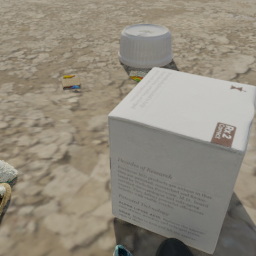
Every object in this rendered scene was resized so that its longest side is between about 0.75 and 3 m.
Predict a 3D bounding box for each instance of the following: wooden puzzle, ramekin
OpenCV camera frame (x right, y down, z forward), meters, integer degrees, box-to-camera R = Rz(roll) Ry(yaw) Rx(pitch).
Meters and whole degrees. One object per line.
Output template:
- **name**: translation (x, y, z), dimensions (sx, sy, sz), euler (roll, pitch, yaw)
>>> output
- **wooden puzzle**: translation (-2.238, -1.806, 11.099), dimensions (0.803, 0.139, 1.191), euler (-8, 36, -4)
- **ramekin**: translation (0.826, -3.877, 12.947), dimensions (2.566, 1.347, 2.566), euler (0, 36, 0)

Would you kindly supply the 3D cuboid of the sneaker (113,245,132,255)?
- **sneaker**: translation (0.015, 2.420, 4.948), dimensions (0.320, 0.355, 0.824), euler (-27, 44, -33)

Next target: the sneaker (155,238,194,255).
- **sneaker**: translation (0.909, 2.628, 4.054), dimensions (0.928, 1.055, 2.492), euler (-1, 35, -3)

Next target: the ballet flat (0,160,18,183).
- **ballet flat**: translation (-3.584, 0.917, 6.895), dimensions (1.721, 0.617, 0.617), euler (10, 37, 12)

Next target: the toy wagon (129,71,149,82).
- **toy wagon**: translation (0.882, -1.828, 10.556), dimensions (1.634, 0.323, 1.268), euler (13, 3, -33)

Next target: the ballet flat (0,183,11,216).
- **ballet flat**: translation (-2.869, 1.573, 6.087), dimensions (0.452, 0.419, 1.283), euler (-4, 35, -6)

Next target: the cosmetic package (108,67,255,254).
- **cosmetic package**: translation (1.059, 0.539, 5.604), dimensions (2.177, 2.639, 2.175), euler (15, 38, 20)
